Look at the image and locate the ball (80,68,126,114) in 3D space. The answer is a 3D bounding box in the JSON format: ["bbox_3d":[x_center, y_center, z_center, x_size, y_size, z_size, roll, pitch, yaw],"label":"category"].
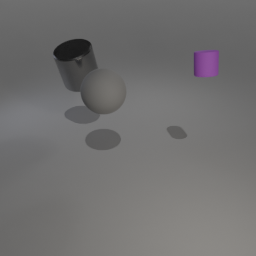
[{"bbox_3d":[-0.747,-1.114,8.562,1.400,1.400,1.400,0,30,0],"label":"ball"}]

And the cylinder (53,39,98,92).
[{"bbox_3d":[-1.840,-2.278,10.214,1.400,1.400,1.400,-6,47,6],"label":"cylinder"}]

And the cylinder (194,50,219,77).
[{"bbox_3d":[2.287,-1.892,8.200,0.700,0.700,0.700,-5,19,2],"label":"cylinder"}]
